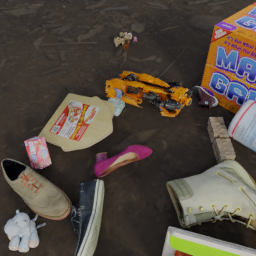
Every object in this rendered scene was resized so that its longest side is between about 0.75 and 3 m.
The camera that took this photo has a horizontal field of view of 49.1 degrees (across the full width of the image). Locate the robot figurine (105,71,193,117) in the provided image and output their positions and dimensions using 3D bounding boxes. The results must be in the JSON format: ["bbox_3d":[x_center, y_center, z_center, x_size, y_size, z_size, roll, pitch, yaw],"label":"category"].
[{"bbox_3d":[0.814,-1.245,9.975,2.948,0.858,2.137,21,34,19],"label":"robot figurine"}]

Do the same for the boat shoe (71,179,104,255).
[{"bbox_3d":[-1.059,2.237,6.897,0.721,0.864,2.317,2,40,2],"label":"boat shoe"}]

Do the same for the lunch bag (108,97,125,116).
[{"bbox_3d":[-0.462,-0.802,10.107,0.623,0.299,0.776,14,48,13],"label":"lunch bag"}]

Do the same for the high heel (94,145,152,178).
[{"bbox_3d":[-0.114,1.028,8.212,1.754,0.591,0.843,-13,42,5],"label":"high heel"}]

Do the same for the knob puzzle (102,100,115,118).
[{"bbox_3d":[-1.069,-0.450,9.734,1.514,0.210,1.514,-6,54,9],"label":"knob puzzle"}]

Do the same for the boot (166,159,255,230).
[{"bbox_3d":[2.399,2.093,6.865,2.184,1.018,2.825,-14,40,-14],"label":"boot"}]

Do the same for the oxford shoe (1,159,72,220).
[{"bbox_3d":[-2.512,1.578,7.338,2.419,0.905,0.852,23,61,26],"label":"oxford shoe"}]

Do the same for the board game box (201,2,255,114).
[{"bbox_3d":[4.665,-2.239,9.716,2.816,2.814,2.813,-35,55,-28],"label":"board game box"}]

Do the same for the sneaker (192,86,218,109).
[{"bbox_3d":[2.669,-1.086,10.294,0.668,0.438,1.157,-35,57,-25],"label":"sneaker"}]

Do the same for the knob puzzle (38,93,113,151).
[{"bbox_3d":[-1.492,-0.118,9.242,2.476,0.343,2.476,-6,53,9],"label":"knob puzzle"}]

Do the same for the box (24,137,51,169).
[{"bbox_3d":[-2.618,0.717,8.165,0.445,0.867,0.410,-2,16,34],"label":"box"}]

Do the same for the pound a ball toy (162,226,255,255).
[{"bbox_3d":[1.651,3.269,5.913,2.812,1.195,1.834,12,78,8],"label":"pound a ball toy"}]

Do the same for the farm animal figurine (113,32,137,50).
[{"bbox_3d":[-0.123,-4.227,13.139,0.890,0.554,1.102,21,50,18],"label":"farm animal figurine"}]

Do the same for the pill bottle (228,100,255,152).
[{"bbox_3d":[4.409,0.283,8.386,2.469,1.343,1.343,36,56,27],"label":"pill bottle"}]

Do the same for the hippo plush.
[{"bbox_3d":[-2.488,2.443,6.727,0.982,0.789,0.782,-34,55,-28],"label":"hippo plush"}]

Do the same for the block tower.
[{"bbox_3d":[2.931,0.408,8.861,0.492,0.460,1.702,0,47,1],"label":"block tower"}]
